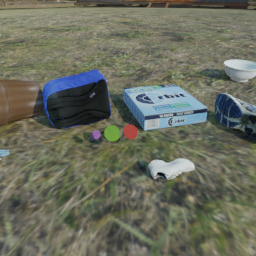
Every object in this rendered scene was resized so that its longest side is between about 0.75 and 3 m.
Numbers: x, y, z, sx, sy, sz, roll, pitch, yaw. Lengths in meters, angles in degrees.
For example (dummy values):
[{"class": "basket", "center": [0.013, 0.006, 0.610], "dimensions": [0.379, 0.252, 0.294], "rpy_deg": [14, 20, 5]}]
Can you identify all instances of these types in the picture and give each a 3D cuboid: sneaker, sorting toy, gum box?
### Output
[{"class": "sneaker", "center": [3.731, -0.325, 8.751], "dimensions": [1.048, 0.948, 2.460], "rpy_deg": [-4, 34, -28]}, {"class": "sorting toy", "center": [-0.389, 0.189, 7.635], "dimensions": [1.260, 0.437, 0.434], "rpy_deg": [-5, -15, -17]}, {"class": "gum box", "center": [1.174, -0.838, 9.840], "dimensions": [2.157, 0.566, 2.539], "rpy_deg": [-8, 29, -14]}, {"class": "sneaker", "center": [1.050, 1.022, 6.686], "dimensions": [1.098, 0.409, 0.478], "rpy_deg": [-6, 40, 2]}]

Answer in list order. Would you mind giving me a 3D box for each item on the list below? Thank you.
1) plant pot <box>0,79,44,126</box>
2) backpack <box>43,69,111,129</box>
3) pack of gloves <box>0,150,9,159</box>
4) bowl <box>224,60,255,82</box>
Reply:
[{"class": "plant pot", "center": [-3.726, -0.890, 9.072], "dimensions": [1.608, 1.625, 1.625], "rpy_deg": [-13, 30, -39]}, {"class": "backpack", "center": [-1.713, -0.898, 8.967], "dimensions": [1.949, 1.583, 1.635], "rpy_deg": [-20, 35, -16]}, {"class": "pack of gloves", "center": [-3.723, 0.756, 7.385], "dimensions": [1.010, 0.199, 0.849], "rpy_deg": [10, 20, 10]}, {"class": "bowl", "center": [5.183, -2.586, 12.894], "dimensions": [1.622, 0.729, 1.622], "rpy_deg": [1, 29, -1]}]
